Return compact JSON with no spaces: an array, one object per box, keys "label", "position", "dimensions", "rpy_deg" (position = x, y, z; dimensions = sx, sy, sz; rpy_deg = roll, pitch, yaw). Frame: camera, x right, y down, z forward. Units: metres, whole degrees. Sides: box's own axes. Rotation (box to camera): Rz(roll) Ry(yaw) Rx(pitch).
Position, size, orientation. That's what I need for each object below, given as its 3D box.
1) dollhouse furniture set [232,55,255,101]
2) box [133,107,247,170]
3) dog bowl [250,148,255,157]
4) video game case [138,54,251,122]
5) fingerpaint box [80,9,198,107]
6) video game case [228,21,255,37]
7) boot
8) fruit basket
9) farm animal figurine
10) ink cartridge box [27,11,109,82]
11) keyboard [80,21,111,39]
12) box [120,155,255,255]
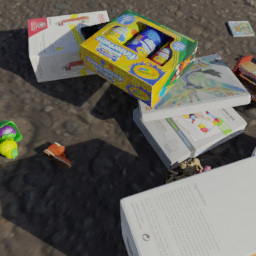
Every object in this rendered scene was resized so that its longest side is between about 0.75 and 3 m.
[{"label":"dollhouse furniture set","position":[4.577,-1.658,9.120],"dimensions":[2.690,1.094,1.447],"rpy_deg":[-23,56,-36]},{"label":"box","position":[1.762,-0.195,8.224],"dimensions":[2.605,0.536,2.031],"rpy_deg":[-23,58,-17]},{"label":"dog bowl","position":[4.130,1.207,7.022],"dimensions":[2.179,0.858,2.179],"rpy_deg":[0,54,0]},{"label":"video game case","position":[1.698,-1.321,8.481],"dimensions":[2.944,0.324,2.683],"rpy_deg":[-10,38,2]},{"label":"fingerpaint box","position":[0.288,-2.002,7.619],"dimensions":[2.424,0.889,2.022],"rpy_deg":[34,64,22]},{"label":"video game case","position":[4.489,-3.949,11.140],"dimensions":[0.823,0.100,0.904],"rpy_deg":[-2,55,-1]},{"label":"boot","position":[-1.841,0.733,7.693],"dimensions":[0.933,0.350,0.500],"rpy_deg":[30,55,21]},{"label":"fruit basket","position":[-3.457,0.375,7.740],"dimensions":[1.102,0.795,1.102],"rpy_deg":[-9,41,8]},{"label":"farm animal figurine","position":[1.461,1.179,6.964],"dimensions":[1.260,1.274,0.664],"rpy_deg":[-30,101,6]},{"label":"ink cartridge box","position":[-1.883,-2.869,9.694],"dimensions":[2.806,1.170,2.036],"rpy_deg":[-10,56,-8]},{"label":"keyboard","position":[-0.780,-3.148,9.096],"dimensions":[1.375,0.176,0.826],"rpy_deg":[-20,52,-15]},{"label":"box","position":[1.452,2.053,5.577],"dimensions":[2.917,2.221,1.551],"rpy_deg":[-15,56,-10]}]
